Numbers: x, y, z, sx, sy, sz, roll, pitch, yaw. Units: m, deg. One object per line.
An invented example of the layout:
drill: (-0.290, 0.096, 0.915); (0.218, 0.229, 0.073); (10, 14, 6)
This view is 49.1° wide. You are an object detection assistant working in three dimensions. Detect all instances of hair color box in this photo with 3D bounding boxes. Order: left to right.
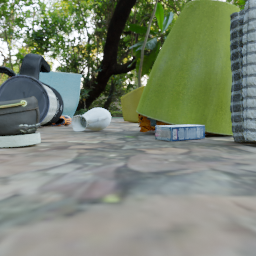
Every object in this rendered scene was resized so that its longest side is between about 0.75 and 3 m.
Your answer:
hair color box: (0.980, 0.083, 5.228); (0.881, 0.267, 0.441); (-2, 3, -35)

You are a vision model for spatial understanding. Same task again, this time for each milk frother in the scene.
milk frother: (-3.811, -1.110, 9.440); (2.729, 2.463, 2.567); (-11, 2, -3)

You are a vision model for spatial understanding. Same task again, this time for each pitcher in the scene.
pitcher: (-0.894, -0.230, 7.878); (0.929, 0.656, 1.083); (-5, 7, 40)

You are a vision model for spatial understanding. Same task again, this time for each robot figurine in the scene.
robot figurine: (1.444, -0.189, 7.216); (2.166, 0.631, 1.571); (0, 3, 25)

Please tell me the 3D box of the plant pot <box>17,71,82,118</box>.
plant pot: (-3.760, -1.348, 13.235); (2.323, 2.373, 2.329); (4, 5, 45)

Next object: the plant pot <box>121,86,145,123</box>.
plant pot: (0.749, -1.218, 16.267); (1.821, 2.065, 2.065); (-8, -1, 27)

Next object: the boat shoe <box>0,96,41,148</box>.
boat shoe: (-2.548, -0.102, 3.979); (2.490, 0.750, 0.888); (-1, 3, -16)

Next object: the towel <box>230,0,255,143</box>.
towel: (3.053, -0.851, 4.528); (2.713, 2.247, 1.161); (0, -2, -3)

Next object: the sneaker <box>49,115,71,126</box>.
sneaker: (-3.122, -0.358, 11.390); (1.482, 0.575, 0.830); (1, 2, 18)

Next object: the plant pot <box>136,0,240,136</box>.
plant pot: (1.718, -1.463, 6.726); (2.548, 2.723, 2.548); (11, 9, -2)
